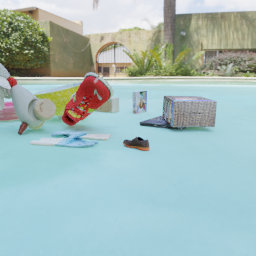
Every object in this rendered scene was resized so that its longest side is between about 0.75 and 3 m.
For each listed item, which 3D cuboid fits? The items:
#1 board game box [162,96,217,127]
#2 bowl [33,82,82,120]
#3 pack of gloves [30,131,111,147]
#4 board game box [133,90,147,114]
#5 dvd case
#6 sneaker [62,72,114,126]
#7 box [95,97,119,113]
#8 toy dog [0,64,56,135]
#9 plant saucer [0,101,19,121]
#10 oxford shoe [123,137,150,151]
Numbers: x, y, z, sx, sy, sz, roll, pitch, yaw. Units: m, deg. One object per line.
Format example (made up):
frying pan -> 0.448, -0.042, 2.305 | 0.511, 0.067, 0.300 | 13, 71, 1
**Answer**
board game box -> 2.024, -0.603, 9.567 | 1.391, 0.845, 1.744 | 0, 11, -4
bowl -> -2.467, -1.019, 11.117 | 2.303, 1.239, 2.303 | -11, 14, 3
pack of gloves -> -1.516, 0.175, 7.743 | 1.786, 0.352, 1.500 | 3, 12, 13
board game box -> 0.561, -1.222, 13.143 | 0.212, 1.030, 1.027 | 7, 14, 32
dvd case -> 1.652, -0.252, 10.379 | 1.598, 0.172, 2.150 | 7, 13, 32
sneaker -> -1.354, -0.716, 8.733 | 1.051, 1.159, 2.728 | 37, -32, -11
box -> -1.207, -1.160, 13.646 | 1.533, 0.728, 0.596 | 6, 13, 32
toy dog -> -3.559, -0.786, 8.610 | 2.642, 1.742, 1.272 | 32, 51, 6
plant saucer -> -5.018, -0.716, 11.636 | 2.398, 0.608, 2.398 | -1, 10, 0
oxford shoe -> 0.207, 0.343, 6.973 | 0.831, 0.302, 0.296 | 9, 14, 40
